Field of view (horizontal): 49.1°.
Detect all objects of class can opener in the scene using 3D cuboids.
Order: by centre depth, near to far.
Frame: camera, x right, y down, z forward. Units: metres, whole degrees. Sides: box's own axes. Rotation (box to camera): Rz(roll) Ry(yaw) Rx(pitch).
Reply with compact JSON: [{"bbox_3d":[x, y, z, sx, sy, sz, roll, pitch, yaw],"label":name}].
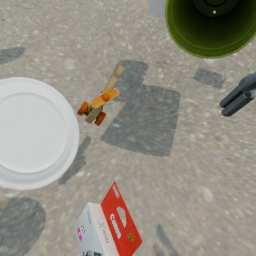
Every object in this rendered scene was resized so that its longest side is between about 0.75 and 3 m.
[{"bbox_3d":[1.587,-0.510,3.927,0.388,1.167,0.307,0,69,-8],"label":"can opener"}]

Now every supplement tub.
[{"bbox_3d":[1.086,-3.725,7.730,1.056,1.056,1.457,12,43,7],"label":"supplement tub"}]

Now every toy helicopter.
[{"bbox_3d":[-0.557,-0.833,6.726,0.643,1.079,1.631,32,82,-11],"label":"toy helicopter"}]

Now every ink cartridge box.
[{"bbox_3d":[-0.268,1.176,3.123,0.202,0.806,0.929,18,22,-31],"label":"ink cartridge box"}]

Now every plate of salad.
[{"bbox_3d":[-1.880,0.093,5.145,2.058,0.494,2.058,7,78,-34],"label":"plate of salad"}]

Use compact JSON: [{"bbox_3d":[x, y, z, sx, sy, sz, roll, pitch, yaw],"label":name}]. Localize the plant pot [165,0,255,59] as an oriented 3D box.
[{"bbox_3d":[2.070,-3.024,6.658,2.066,2.066,1.989,15,41,8],"label":"plant pot"}]
